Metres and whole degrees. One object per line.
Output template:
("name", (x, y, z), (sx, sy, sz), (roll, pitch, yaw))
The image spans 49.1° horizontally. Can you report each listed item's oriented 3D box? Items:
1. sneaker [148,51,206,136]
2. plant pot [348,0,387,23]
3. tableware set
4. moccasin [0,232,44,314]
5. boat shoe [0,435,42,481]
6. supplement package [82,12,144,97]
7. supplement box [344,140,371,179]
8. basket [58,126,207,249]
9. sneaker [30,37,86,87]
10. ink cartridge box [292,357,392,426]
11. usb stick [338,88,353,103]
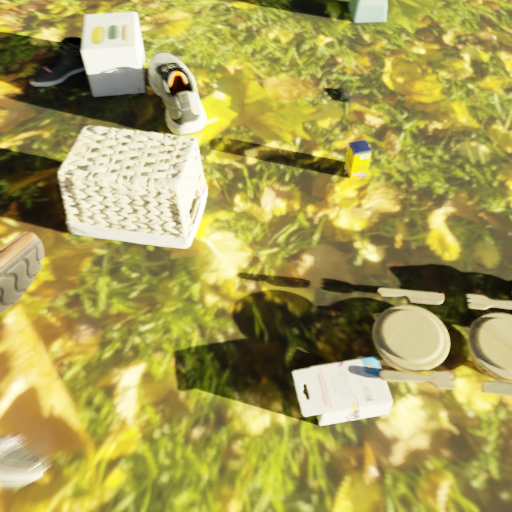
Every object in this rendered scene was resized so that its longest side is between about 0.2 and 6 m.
("sneaker", (-1.937, -4.211, 13.574), (1.102, 1.182, 2.981), (-17, 51, -11))
("plant pot", (3.311, -7.566, 16.427), (0.978, 0.996, 0.975), (-3, 50, -3))
("tableware set", (3.296, 1.505, 9.269), (2.783, 0.558, 1.840), (6, 51, 4))
("moccasin", (-5.087, 0.713, 9.643), (1.253, 1.187, 3.246), (35, 68, 15))
("boat shoe", (-4.019, 2.743, 8.121), (1.999, 0.668, 0.570), (11, 93, 11))
("supplement package", (-3.586, -5.128, 14.224), (1.315, 1.305, 1.733), (-6, 51, -5))
("supplement box", (2.192, -2.083, 12.114), (0.395, 0.722, 0.393), (-11, 52, -9))
("basket", (-2.390, -1.382, 10.991), (2.555, 1.576, 1.732), (7, 50, 6))
("sneaker", (-5.087, -5.066, 14.446), (1.805, 0.895, 0.638), (-35, 60, -24))
("ink cartridge box", (1.312, 2.145, 8.812), (1.407, 0.477, 0.810), (-8, 51, -6))
("usb stick", (2.254, -4.059, 14.134), (0.162, 0.095, 0.583), (-4, 47, -31))
